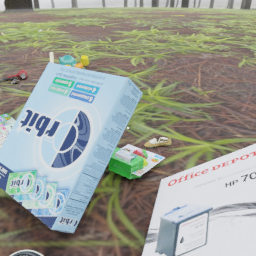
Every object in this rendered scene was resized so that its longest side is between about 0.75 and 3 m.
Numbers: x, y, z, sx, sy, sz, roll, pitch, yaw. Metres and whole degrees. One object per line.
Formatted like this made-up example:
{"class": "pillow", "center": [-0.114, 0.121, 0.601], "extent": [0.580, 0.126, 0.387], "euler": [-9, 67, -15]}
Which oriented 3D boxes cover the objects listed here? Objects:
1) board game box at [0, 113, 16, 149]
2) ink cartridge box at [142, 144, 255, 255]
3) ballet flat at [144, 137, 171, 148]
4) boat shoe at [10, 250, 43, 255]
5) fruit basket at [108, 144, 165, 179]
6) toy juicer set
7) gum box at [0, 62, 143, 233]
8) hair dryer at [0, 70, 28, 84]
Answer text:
{"class": "board game box", "center": [-3.785, 0.318, 8.059], "extent": [1.577, 0.341, 2.343], "euler": [-23, 36, -37]}
{"class": "ink cartridge box", "center": [1.358, 1.657, 3.765], "extent": [2.103, 1.233, 2.872], "euler": [-28, 18, 27]}
{"class": "ballet flat", "center": [0.853, 0.390, 8.018], "extent": [0.790, 0.249, 0.271], "euler": [-6, 29, -9]}
{"class": "boat shoe", "center": [-1.110, 2.521, 3.479], "extent": [1.036, 0.865, 2.778], "euler": [-15, 31, -23]}
{"class": "fruit basket", "center": [0.138, 0.739, 7.040], "extent": [1.171, 0.593, 1.264], "euler": [19, 31, 31]}
{"class": "toy juicer set", "center": [-3.220, -3.311, 14.595], "extent": [2.176, 0.592, 1.384], "euler": [8, 45, 4]}
{"class": "gum box", "center": [-1.382, 0.177, 5.713], "extent": [2.463, 0.646, 2.899], "euler": [18, 77, 37]}
{"class": "hair dryer", "center": [-5.277, -2.479, 13.144], "extent": [1.102, 0.393, 1.447], "euler": [9, 29, 18]}
